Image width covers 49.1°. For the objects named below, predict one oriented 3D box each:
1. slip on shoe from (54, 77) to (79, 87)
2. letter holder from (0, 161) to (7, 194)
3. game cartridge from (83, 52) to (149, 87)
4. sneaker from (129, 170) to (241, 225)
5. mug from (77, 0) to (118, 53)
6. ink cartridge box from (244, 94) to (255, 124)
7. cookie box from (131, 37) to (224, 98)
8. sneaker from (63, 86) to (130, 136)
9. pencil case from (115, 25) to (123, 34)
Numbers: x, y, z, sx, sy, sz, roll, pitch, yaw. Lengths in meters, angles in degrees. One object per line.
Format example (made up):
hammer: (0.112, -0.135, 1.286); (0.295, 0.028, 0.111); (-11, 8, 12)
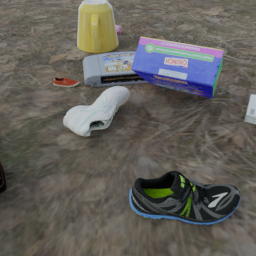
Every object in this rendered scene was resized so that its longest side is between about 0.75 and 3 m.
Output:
slip on shoe: (-2.166, -1.619, 9.812); (0.914, 0.280, 0.339); (4, 36, 3)
letter holder: (-3.442, 1.234, 5.539); (1.830, 0.920, 1.300); (-17, 42, -21)
game cartridge: (-0.213, -2.258, 10.470); (2.892, 0.601, 1.926); (-6, 42, -8)
sneaker: (1.107, 1.314, 5.423); (2.167, 0.898, 0.768); (2, 39, 2)
mug: (-1.247, -4.463, 12.204); (1.877, 1.924, 2.344); (-22, 43, -28)
ink cartridge box: (4.150, -0.489, 8.319); (1.137, 0.285, 1.310); (16, 40, 20)
cookie box: (1.545, -1.680, 8.196); (2.204, 0.968, 2.576); (15, 4, 16)
sneaker: (-0.686, -0.432, 7.956); (2.223, 0.782, 0.891); (-35, 57, -29)
pencil case: (-0.795, -5.044, 14.190); (1.026, 0.449, 0.449); (16, 40, 17)
